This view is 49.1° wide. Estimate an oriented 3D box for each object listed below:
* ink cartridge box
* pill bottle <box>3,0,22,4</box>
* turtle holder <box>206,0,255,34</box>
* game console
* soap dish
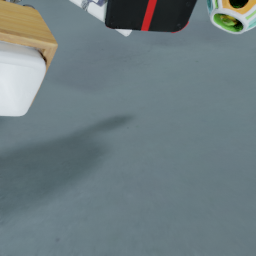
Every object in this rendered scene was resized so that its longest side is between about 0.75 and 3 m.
[{"bbox_3d":[-0.960,-3.923,7.156,2.992,1.262,2.166,27,30,-19],"label":"ink cartridge box"},{"bbox_3d":[-3.114,-2.634,5.226,1.311,1.311,2.319,17,42,22],"label":"pill bottle"},{"bbox_3d":[2.870,-3.534,7.273,2.035,1.902,2.678,23,5,-16],"label":"turtle holder"},{"bbox_3d":[0.616,-2.999,5.841,2.013,2.276,0.353,0,57,-12],"label":"game console"},{"bbox_3d":[-2.722,-1.112,4.230,2.785,2.191,1.131,5,68,-28],"label":"soap dish"}]
